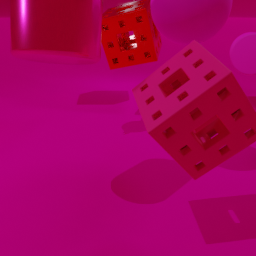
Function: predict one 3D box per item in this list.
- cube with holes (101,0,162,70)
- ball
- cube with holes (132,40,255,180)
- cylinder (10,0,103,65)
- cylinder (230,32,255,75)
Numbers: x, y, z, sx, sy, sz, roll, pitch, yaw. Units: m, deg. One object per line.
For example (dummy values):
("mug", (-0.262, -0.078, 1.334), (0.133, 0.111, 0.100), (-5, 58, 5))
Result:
("cube with holes", (0.092, -2.606, 7.740), (1.347, 1.347, 1.347), (-7, 33, 17))
("ball", (0.966, -1.920, 4.342), (1.231, 1.231, 1.231), (0, 24, 0))
("cube with holes", (0.773, -0.212, 3.241), (0.949, 0.949, 0.949), (-37, 33, 15))
("cylinder", (-0.900, -1.449, 3.600), (1.133, 1.133, 1.133), (3, 7, 0))
("cylinder", (3.752, -2.299, 8.576), (1.188, 1.188, 1.188), (7, 21, 16))
